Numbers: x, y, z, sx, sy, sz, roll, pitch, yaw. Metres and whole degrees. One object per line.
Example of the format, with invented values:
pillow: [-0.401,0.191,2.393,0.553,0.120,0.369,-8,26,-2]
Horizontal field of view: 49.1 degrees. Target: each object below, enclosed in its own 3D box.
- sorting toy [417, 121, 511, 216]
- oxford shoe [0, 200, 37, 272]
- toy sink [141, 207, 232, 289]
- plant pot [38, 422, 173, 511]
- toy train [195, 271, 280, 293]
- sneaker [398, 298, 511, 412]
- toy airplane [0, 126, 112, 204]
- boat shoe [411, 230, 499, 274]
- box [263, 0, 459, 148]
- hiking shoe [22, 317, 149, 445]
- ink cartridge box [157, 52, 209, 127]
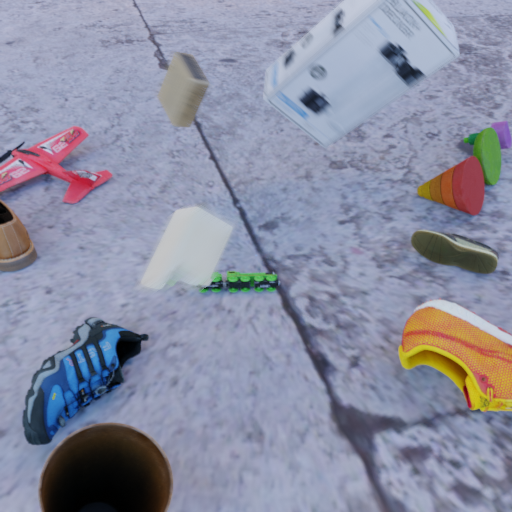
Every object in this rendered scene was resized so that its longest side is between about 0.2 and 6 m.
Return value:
sorting toy: [4.925,-2.183,13.317,1.331,1.340,3.864,-2,31,40]
oxford shoe: [-5.497,-0.905,11.342,3.231,1.151,1.152,28,46,35]
toy sink: [-0.889,0.013,7.278,0.735,0.632,1.128,0,63,62]
plant pot: [-1.669,2.738,6.056,1.310,1.402,1.310,12,43,-11]
toy train: [-0.342,0.455,10.194,1.532,0.320,0.432,-1,26,-2]
sneaker: [3.693,1.805,7.914,3.410,1.245,1.315,19,64,27]
toy airplane: [-4.806,-2.102,13.380,3.193,0.587,3.193,-1,40,1]
boat shoe: [3.829,-0.128,10.794,1.643,0.587,0.540,21,31,25]
box: [2.011,-3.915,11.350,2.015,3.454,1.039,32,46,-30]
hiking shoe: [-2.430,1.716,8.004,0.990,0.849,2.283,8,37,12]
ink cartridge box: [-0.988,-2.221,7.513,0.287,0.764,0.630,-6,56,-36]
